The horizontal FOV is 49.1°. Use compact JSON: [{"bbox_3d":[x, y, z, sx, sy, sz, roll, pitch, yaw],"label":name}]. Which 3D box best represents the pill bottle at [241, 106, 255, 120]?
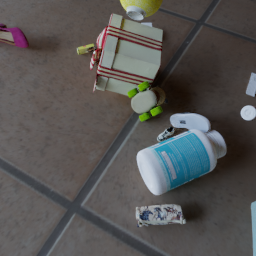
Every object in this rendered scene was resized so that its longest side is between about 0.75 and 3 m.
[{"bbox_3d":[4.117,-0.497,9.374,0.482,0.482,0.871,45,24,25],"label":"pill bottle"}]

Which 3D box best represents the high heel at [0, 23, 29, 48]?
[{"bbox_3d":[-6.142,-4.396,13.781,2.991,1.008,1.438,28,50,34],"label":"high heel"}]

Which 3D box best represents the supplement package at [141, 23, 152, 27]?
[{"bbox_3d":[0.975,-4.904,14.397,0.544,0.546,0.931,-1,57,-1],"label":"supplement package"}]

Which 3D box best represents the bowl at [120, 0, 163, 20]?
[{"bbox_3d":[0.380,-4.408,10.009,1.602,1.602,0.862,15,86,10],"label":"bowl"}]

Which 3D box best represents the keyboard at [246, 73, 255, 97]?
[{"bbox_3d":[5.712,-1.987,12.782,0.392,0.074,1.392,21,60,13],"label":"keyboard"}]

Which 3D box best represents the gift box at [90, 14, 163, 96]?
[{"bbox_3d":[-0.209,-2.769,11.877,2.612,2.797,2.581,15,51,-9],"label":"gift box"}]

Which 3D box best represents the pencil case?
[{"bbox_3d":[1.065,2.909,9.243,1.598,0.622,0.715,-3,38,-2],"label":"pencil case"}]

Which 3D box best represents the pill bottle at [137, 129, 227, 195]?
[{"bbox_3d":[1.927,1.064,9.850,2.955,1.637,1.637,-21,59,-13],"label":"pill bottle"}]

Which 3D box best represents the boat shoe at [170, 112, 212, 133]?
[{"bbox_3d":[2.518,-0.272,10.811,0.699,2.109,0.737,-22,103,-25],"label":"boat shoe"}]

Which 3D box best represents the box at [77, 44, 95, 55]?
[{"bbox_3d":[-2.085,-3.913,13.894,0.853,0.321,0.214,-18,59,-10],"label":"box"}]

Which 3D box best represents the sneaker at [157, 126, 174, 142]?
[{"bbox_3d":[1.496,0.213,11.176,0.832,0.365,0.315,-37,66,-20],"label":"sneaker"}]

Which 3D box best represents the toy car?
[{"bbox_3d":[1.040,-1.254,11.719,1.655,1.305,1.359,-28,92,-46],"label":"toy car"}]

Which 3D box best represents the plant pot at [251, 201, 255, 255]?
[{"bbox_3d":[5.108,3.019,8.336,2.024,2.061,2.018,9,57,6],"label":"plant pot"}]
